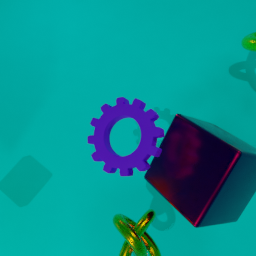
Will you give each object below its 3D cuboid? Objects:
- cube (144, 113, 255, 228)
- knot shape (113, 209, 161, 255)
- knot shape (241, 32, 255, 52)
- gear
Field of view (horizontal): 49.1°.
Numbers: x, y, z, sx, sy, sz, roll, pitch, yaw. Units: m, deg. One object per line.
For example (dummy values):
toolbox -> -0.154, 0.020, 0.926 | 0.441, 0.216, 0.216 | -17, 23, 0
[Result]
cube -> 1.381, 0.720, 4.897 | 1.346, 1.346, 1.346 | 39, 109, 44
knot shape -> 0.131, 1.827, 4.582 | 0.569, 1.153, 1.232 | -12, 44, 22
knot shape -> 2.873, -1.583, 5.159 | 1.513, 0.747, 1.617 | -5, 68, -7
gear -> -0.055, 0.138, 4.516 | 1.247, 0.231, 1.247 | -4, 80, 23
